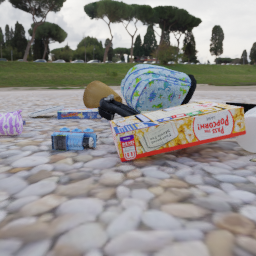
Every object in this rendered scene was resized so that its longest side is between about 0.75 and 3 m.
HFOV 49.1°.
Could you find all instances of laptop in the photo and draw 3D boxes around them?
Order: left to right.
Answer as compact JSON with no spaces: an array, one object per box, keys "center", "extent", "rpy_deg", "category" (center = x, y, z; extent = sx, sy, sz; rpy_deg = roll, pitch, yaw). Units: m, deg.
[{"center":[4.494,-0.344,9.212],"extent":[1.996,1.031,1.769],"rpy_deg":[-7,13,-36],"category":"laptop"}]

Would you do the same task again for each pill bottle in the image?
[{"center":[3.577,-0.093,7.217],"extent":[1.089,1.089,1.926],"rpy_deg":[9,21,42],"category":"pill bottle"}]

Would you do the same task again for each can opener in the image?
[{"center":[-0.256,-0.742,11.886],"extent":[2.560,1.007,0.812],"rpy_deg":[19,39,34],"category":"can opener"}]

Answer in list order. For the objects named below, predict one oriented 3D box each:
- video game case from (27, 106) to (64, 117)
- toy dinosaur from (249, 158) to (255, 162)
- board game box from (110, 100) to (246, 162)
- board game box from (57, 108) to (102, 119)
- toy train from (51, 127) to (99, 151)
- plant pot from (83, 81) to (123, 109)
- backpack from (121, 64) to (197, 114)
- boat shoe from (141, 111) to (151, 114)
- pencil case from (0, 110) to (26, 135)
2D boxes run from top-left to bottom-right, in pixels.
[{"center":[-3.933,-0.801,13.340],"extent":[1.449,0.169,1.317],"rpy_deg":[-19,12,-28],"category":"video game case"},{"center":[3.463,0.501,5.787],"extent":[2.246,0.533,0.990],"rpy_deg":[-9,-2,-44],"category":"toy dinosaur"},{"center":[1.037,-0.046,6.974],"extent":[2.842,0.658,2.153],"rpy_deg":[-12,11,-4],"category":"board game box"},{"center":[-2.264,-0.687,13.253],"extent":[1.995,0.344,1.351],"rpy_deg":[-1,10,-8],"category":"board game box"},{"center":[-1.355,0.298,7.125],"extent":[1.178,0.511,0.673],"rpy_deg":[3,19,4],"category":"toy train"},{"center":[-1.230,-1.573,15.287],"extent":[1.820,1.696,1.696],"rpy_deg":[22,21,37],"category":"plant pot"},{"center":[1.048,-1.361,10.698],"extent":[2.670,2.178,2.053],"rpy_deg":[23,31,-18],"category":"backpack"},{"center":[1.510,-0.265,9.489],"extent":[2.474,0.767,0.891],"rpy_deg":[-5,11,-29],"category":"boat shoe"},{"center":[-4.268,-0.158,8.766],"extent":[1.900,0.812,0.797],"rpy_deg":[-3,7,-9],"category":"pencil case"}]
